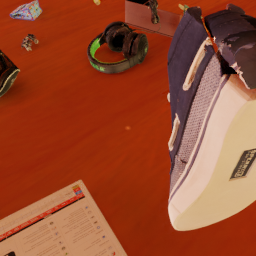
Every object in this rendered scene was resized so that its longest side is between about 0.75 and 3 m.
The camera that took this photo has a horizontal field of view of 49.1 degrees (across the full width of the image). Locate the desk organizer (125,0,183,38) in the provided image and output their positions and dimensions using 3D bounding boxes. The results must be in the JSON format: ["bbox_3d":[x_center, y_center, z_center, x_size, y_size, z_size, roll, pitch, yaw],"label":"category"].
[{"bbox_3d":[1.079,-4.337,10.816,2.414,0.929,0.866,24,52,21],"label":"desk organizer"}]

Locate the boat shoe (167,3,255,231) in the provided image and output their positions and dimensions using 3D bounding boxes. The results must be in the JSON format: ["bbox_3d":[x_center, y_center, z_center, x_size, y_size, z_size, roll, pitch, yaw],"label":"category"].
[{"bbox_3d":[0.957,0.068,3.333,1.114,2.983,1.383,-7,51,-12],"label":"boat shoe"}]

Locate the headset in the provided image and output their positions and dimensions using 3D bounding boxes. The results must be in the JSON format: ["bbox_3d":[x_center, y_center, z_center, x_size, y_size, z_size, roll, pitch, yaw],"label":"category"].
[{"bbox_3d":[-0.049,-3.034,9.297,2.930,1.377,1.810,-39,58,-17],"label":"headset"}]

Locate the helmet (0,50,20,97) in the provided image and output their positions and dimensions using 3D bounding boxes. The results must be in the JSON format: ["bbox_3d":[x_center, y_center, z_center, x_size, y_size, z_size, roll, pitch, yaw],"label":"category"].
[{"bbox_3d":[-4.004,-1.485,7.659,1.633,1.713,1.713,-45,58,-6],"label":"helmet"}]

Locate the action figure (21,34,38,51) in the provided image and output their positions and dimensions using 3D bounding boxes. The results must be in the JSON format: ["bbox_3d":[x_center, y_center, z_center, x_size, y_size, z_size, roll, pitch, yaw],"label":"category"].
[{"bbox_3d":[-3.502,-3.026,9.919,0.547,0.470,0.921,-60,26,-11],"label":"action figure"}]

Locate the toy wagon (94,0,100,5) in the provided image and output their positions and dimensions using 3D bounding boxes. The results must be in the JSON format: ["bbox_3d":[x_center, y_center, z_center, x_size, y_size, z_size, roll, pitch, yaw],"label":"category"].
[{"bbox_3d":[-1.239,-4.604,9.256,0.203,1.028,0.798,-26,7,7],"label":"toy wagon"}]

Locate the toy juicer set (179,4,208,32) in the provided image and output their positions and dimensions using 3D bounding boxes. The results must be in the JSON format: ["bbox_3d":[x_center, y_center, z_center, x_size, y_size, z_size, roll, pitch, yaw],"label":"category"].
[{"bbox_3d":[2.663,-4.299,10.814,1.246,0.533,1.959,20,41,-15],"label":"toy juicer set"}]

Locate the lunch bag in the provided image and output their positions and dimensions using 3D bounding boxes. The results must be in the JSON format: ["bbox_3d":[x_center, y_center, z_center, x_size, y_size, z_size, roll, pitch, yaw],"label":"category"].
[{"bbox_3d":[-4.320,-4.872,11.707,1.124,0.529,0.846,1,47,18],"label":"lunch bag"}]

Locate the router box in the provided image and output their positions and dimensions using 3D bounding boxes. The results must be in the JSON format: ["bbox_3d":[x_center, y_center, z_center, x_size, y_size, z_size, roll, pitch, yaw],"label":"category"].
[{"bbox_3d":[-1.383,2.339,4.795,2.416,0.590,2.169,-24,51,-21],"label":"router box"}]
